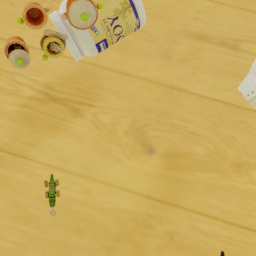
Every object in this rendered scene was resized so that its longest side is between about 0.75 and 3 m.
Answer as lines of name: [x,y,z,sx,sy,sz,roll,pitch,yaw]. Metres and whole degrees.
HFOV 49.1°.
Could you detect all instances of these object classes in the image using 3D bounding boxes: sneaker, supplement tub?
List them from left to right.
supplement tub: [-0.776,-2.807,7.185,2.095,1.523,1.523,-32,79,-2]
sneaker: [3.201,-0.825,5.840,0.783,2.127,1.229,25,103,-21]

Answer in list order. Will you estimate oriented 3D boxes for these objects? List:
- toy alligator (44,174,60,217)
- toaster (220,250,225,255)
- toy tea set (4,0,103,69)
toy alligator: [-1.579,1.411,5.854,0.294,0.213,0.887,-6,85,-9]
toaster: [1.625,3.113,5.176,0.799,1.347,1.218,-13,78,9]
toy tea set: [-1.541,-1.977,5.548,2.195,1.305,0.812,-49,40,21]
